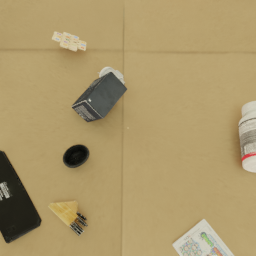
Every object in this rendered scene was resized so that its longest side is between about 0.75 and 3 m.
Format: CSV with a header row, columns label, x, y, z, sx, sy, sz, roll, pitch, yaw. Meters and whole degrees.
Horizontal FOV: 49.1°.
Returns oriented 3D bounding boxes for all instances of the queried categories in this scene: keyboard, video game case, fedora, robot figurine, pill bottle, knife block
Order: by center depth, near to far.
label,x,y,z,sx,sy,sz,roll,pitch,yaw
video game case,1.814,2.953,6.682,1.034,0.135,1.136,-32,67,-16
knife block,-1.485,2.272,6.939,0.959,0.307,0.842,-4,61,-3
keyboard,-3.363,1.788,7.241,1.301,0.495,2.500,-20,60,-36
pill bottle,3.575,0.212,7.626,1.009,1.009,1.823,5,63,3
fedora,-1.391,0.820,7.666,0.753,0.344,0.753,-3,56,4
robot figurine,-0.519,-1.561,8.826,0.946,0.534,0.803,42,54,18

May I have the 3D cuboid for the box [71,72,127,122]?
label,x,y,z,sx,sy,sz,roll,pitch,yaw
box,-0.837,-0.858,8.007,0.735,1.165,1.186,45,67,-17

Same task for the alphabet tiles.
label,x,y,z,sx,sy,sz,roll,pitch,yaw
alphabet tiles,-1.860,-2.761,8.935,1.066,0.080,1.090,15,35,-17
